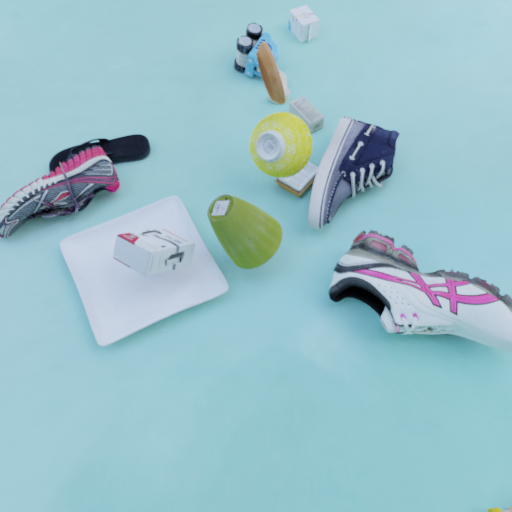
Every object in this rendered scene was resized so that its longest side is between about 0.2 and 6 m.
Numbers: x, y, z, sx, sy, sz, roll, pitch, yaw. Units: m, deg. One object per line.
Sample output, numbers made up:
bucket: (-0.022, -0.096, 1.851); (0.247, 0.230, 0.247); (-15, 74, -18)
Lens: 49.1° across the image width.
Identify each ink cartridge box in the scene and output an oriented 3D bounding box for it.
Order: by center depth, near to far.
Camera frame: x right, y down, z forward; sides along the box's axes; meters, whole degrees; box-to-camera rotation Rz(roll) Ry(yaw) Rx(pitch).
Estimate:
ink cartridge box: (-1.748, -0.094, 9.704); (0.838, 0.473, 1.142); (25, 22, 28)
ink cartridge box: (1.232, -5.861, 14.227); (0.506, 0.520, 0.808); (-23, 62, -15)

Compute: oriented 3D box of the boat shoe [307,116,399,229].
boat shoe: (2.007, -1.634, 11.230); (1.338, 1.077, 2.885); (15, 60, 14)

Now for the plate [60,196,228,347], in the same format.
plate: (-2.112, 0.245, 10.470); (2.479, 0.402, 2.485); (-24, 61, -13)

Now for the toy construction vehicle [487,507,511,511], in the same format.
toy construction vehicle: (4.231, 4.114, 8.059); (1.483, 0.522, 1.291); (-11, 70, -4)

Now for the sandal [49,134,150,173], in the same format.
sandal: (-3.381, -2.241, 11.986); (2.181, 0.467, 0.829); (-20, 60, -12)

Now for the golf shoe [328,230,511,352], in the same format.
golf shoe: (2.886, 0.906, 9.646); (3.386, 1.229, 1.559); (26, 65, 25)

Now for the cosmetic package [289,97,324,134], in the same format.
cosmetic package: (1.129, -3.172, 12.640); (0.418, 0.353, 0.810); (-28, 62, -16)

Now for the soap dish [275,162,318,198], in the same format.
soap dish: (0.880, -1.628, 11.685); (0.642, 0.332, 0.816); (33, 64, 19)

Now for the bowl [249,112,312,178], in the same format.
bowl: (0.364, -2.102, 10.740); (1.287, 1.287, 0.693); (29, 23, 17)

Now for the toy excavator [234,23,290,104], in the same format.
toy excavator: (0.252, -4.517, 13.296); (1.663, 0.831, 1.617); (25, 62, 5)

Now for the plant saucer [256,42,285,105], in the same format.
plant saucer: (0.246, -3.283, 10.170); (0.212, 1.135, 1.135); (-19, 59, 0)

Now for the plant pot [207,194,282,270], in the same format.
plant pot: (-0.303, -0.516, 9.775); (1.105, 1.181, 1.105); (-18, 53, 26)

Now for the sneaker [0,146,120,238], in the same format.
sneaker: (-3.941, -1.131, 11.023); (2.616, 1.054, 0.977); (-35, 100, -10)
